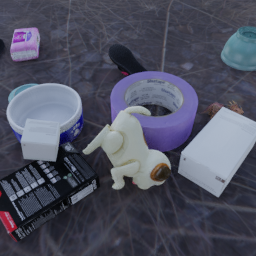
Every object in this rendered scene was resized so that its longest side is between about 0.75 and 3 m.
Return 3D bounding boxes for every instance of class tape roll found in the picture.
[{"bbox_3d":[0.847,-0.620,9.516,2.839,1.206,2.839,-1,47,1],"label":"tape roll"}]

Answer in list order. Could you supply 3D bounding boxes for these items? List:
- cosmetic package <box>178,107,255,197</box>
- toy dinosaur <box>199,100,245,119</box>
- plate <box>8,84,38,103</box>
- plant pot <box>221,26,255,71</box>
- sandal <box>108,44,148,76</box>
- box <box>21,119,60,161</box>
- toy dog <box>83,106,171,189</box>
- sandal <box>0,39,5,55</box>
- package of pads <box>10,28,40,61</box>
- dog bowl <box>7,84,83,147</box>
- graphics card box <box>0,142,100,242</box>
[{"bbox_3d":[2.796,0.632,8.460,1.437,1.033,2.547,33,56,27],"label":"cosmetic package"},{"bbox_3d":[3.243,-0.610,9.662,1.439,0.976,0.618,18,49,17],"label":"toy dinosaur"},{"bbox_3d":[-3.885,-1.301,10.861,1.494,0.191,1.494,1,47,-1],"label":"plate"},{"bbox_3d":[5.222,-3.598,12.277,1.944,1.302,1.944,0,47,0],"label":"plant pot"},{"bbox_3d":[0.055,-2.543,11.796,0.982,0.589,2.614,-34,72,-23],"label":"sandal"},{"bbox_3d":[-2.378,0.350,7.727,0.914,0.919,0.787,7,52,-10],"label":"box"},{"bbox_3d":[0.184,0.726,7.880,2.243,1.565,2.174,45,82,-5],"label":"toy dog"},{"bbox_3d":[-6.327,-3.444,12.649,0.954,0.537,2.509,3,47,3],"label":"sandal"},{"bbox_3d":[-4.721,-3.870,12.926,1.147,0.721,1.904,-7,47,-7],"label":"package of pads"},{"bbox_3d":[-2.738,-0.416,9.493,2.399,0.945,2.399,0,46,0],"label":"dog bowl"},{"bbox_3d":[-2.291,1.630,7.744,2.624,0.667,1.646,-32,54,-25],"label":"graphics card box"}]
